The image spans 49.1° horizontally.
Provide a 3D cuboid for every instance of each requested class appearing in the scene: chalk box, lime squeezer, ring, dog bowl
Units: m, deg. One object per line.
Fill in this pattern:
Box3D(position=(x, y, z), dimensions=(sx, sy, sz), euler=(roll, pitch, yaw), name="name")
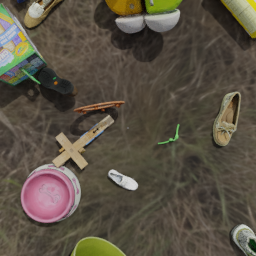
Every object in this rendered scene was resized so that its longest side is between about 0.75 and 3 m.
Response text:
Box3D(position=(-4.106, -2.602, 9.969), dimensions=(1.622, 1.630, 2.620), euler=(-34, 88, -3), name="chalk box")
Box3D(position=(1.647, 0.349, 10.579), dimensions=(1.079, 0.204, 0.381), euler=(-43, 88, -1), name="lime squeezer")
Box3D(position=(-0.992, -0.697, 9.816), dimensions=(1.807, 1.807, 0.173), euler=(-10, 90, 0), name="ring")
Box3D(position=(-2.854, 2.421, 10.179), dimensions=(2.187, 0.806, 2.187), euler=(0, 88, 0), name="dog bowl")

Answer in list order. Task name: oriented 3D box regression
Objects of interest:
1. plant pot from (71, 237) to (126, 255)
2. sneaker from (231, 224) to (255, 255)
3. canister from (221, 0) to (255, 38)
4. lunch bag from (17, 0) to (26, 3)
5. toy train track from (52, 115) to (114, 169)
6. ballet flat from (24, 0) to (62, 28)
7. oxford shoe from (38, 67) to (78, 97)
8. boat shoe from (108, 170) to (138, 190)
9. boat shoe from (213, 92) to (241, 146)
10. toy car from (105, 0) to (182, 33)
Box3D(position=(-1.403, 5.622, 9.422), dimensions=(2.520, 2.520, 2.693), euler=(35, 103, 1), name="plant pot")
Box3D(position=(4.706, 4.576, 9.959), dimensions=(0.900, 1.038, 2.342), euler=(-43, 88, -2), name="sneaker")
Box3D(position=(4.576, -4.867, 10.374), dimensions=(1.880, 1.096, 2.531), euler=(-39, 89, -2), name="canister")
Box3D(position=(-4.005, -5.190, 10.459), dimensions=(0.623, 0.917, 0.606), euler=(-42, 90, -22), name="lunch bag")
Box3D(position=(-1.630, 0.507, 10.497), dimensions=(2.678, 0.436, 1.536), euler=(-40, 81, -7), name="toy train track")
Box3D(position=(-3.232, -4.685, 10.578), dimensions=(0.703, 0.645, 2.048), euler=(43, 88, 2), name="ballet flat")
Box3D(position=(-2.618, -1.626, 10.394), dimensions=(1.878, 0.793, 0.682), euler=(35, 90, 24), name="oxford shoe")
Box3D(position=(-0.200, 1.970, 10.388), dimensions=(1.212, 0.420, 0.429), euler=(27, 88, 1), name="boat shoe")
Box3D(position=(3.680, -0.347, 10.382), dimensions=(0.747, 0.639, 2.039), euler=(12, 87, 1), name="boat shoe")
Box3D(position=(0.733, -4.861, 9.822), dimensions=(2.912, 2.184, 2.548), euler=(9, 129, 30), name="toy car")
